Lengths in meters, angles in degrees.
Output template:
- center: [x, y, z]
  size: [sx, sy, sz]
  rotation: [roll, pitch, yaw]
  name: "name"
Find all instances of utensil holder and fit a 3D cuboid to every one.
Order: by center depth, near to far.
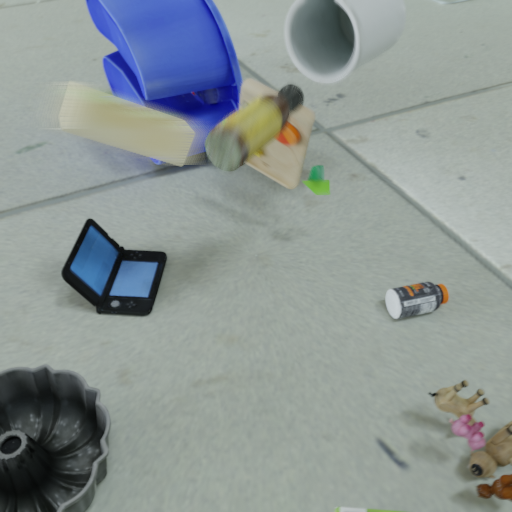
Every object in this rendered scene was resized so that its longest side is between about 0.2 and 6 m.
- center: [1.633, -4.087, 10.017]
  size: [1.520, 1.520, 1.788]
  rotation: [28, 45, 28]
  name: "utensil holder"

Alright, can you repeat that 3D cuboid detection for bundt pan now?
- center: [-3.092, 2.698, 7.322]
  size: [2.503, 0.939, 2.503]
  rotation: [1, 42, -1]
  name: "bundt pan"

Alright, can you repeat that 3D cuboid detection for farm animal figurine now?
- center: [3.199, 2.538, 7.575]
  size: [1.656, 0.873, 1.674]
  rotation: [1, 53, -27]
  name: "farm animal figurine"

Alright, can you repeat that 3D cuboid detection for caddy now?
- center: [-1.947, -4.687, 13.424]
  size: [2.793, 3.762, 5.322]
  rotation: [-22, 52, -17]
  name: "caddy"

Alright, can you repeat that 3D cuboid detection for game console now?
- center: [-2.494, 0.169, 10.144]
  size: [1.447, 0.957, 1.645]
  rotation: [3, 42, 4]
  name: "game console"

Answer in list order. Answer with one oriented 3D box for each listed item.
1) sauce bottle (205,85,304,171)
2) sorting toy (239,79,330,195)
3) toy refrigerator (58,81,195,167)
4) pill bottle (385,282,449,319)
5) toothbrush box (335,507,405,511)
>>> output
- center: [0.053, -1.873, 7.901]
  size: [0.635, 0.635, 1.962]
  rotation: [22, 43, 23]
  name: "sauce bottle"
- center: [0.522, -2.020, 10.275]
  size: [2.273, 1.680, 0.335]
  rotation: [34, 48, 19]
  name: "sorting toy"
- center: [-1.784, -1.845, 7.801]
  size: [1.717, 0.601, 0.652]
  rotation: [14, 22, -28]
  name: "toy refrigerator"
- center: [2.836, 0.753, 9.804]
  size: [1.018, 0.540, 0.540]
  rotation: [-10, 43, -14]
  name: "pill bottle"
- center: [1.694, 4.063, 5.672]
  size: [1.846, 1.092, 2.536]
  rotation: [3, 43, 4]
  name: "toothbrush box"
